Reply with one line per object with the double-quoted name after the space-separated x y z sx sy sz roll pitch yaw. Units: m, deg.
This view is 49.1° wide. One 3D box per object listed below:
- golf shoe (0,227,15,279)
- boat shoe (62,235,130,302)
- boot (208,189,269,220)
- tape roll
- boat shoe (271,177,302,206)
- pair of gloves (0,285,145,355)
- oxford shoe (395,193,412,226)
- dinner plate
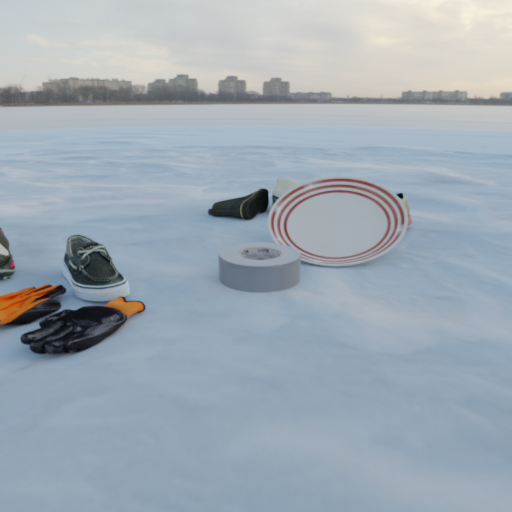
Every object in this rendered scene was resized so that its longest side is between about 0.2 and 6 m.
-5.511 -0.409 11.122 1.129 1.288 2.925 -14 21 -37 "golf shoe"
-2.975 0.160 9.939 0.846 0.832 2.347 -13 21 -35 "boat shoe"
-0.448 -1.496 15.751 1.241 0.695 1.794 2 16 23 "boot"
0.065 0.186 10.427 1.534 0.507 1.534 0 16 0 "tape roll"
0.892 -1.778 16.386 0.851 0.703 2.272 12 22 3 "boat shoe"
-3.108 0.916 8.456 2.307 0.285 2.055 11 18 23 "pair of gloves"
2.978 -0.999 13.401 0.862 0.899 2.436 -3 10 34 "oxford shoe"
1.746 -0.740 12.190 2.992 0.363 2.992 -4 44 4 "dinner plate"
